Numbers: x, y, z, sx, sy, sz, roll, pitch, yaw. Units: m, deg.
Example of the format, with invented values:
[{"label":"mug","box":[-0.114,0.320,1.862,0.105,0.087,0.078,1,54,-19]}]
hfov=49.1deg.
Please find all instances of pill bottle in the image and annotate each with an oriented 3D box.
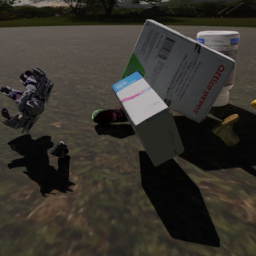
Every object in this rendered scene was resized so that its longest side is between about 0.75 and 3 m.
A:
[{"label":"pill bottle","box":[3.184,-2.174,10.298,1.463,2.571,1.463,-1,23,0]}]

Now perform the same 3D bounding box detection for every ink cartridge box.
[{"label":"ink cartridge box","box":[0.434,-0.252,6.563,0.804,1.373,1.900,-29,38,-2]},{"label":"ink cartridge box","box":[1.560,-1.823,9.006,2.942,2.147,1.237,28,24,5]}]

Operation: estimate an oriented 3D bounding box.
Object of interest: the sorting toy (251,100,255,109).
[{"label":"sorting toy","box":[5.523,-1.811,9.427,1.516,2.554,2.838,27,34,30]}]

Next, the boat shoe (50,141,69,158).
[{"label":"boat shoe","box":[-1.609,0.543,6.742,0.362,0.313,0.997,-45,3,-2]}]

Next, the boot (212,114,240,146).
[{"label":"boot","box":[2.637,0.076,7.095,0.647,0.833,0.303,45,45,-1]}]

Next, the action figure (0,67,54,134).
[{"label":"action figure","box":[-2.748,-0.824,7.525,1.696,0.904,2.607,-51,32,-2]}]

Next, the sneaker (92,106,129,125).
[{"label":"sneaker","box":[-0.321,-0.377,8.677,1.613,0.619,0.676,-15,13,2]}]
